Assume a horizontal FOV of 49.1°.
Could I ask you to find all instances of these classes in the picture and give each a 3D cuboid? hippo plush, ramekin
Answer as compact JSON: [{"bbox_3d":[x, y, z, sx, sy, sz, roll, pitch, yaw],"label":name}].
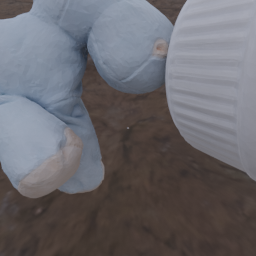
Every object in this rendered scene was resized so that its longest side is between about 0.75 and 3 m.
[{"bbox_3d":[-0.760,-0.916,3.562,2.411,2.388,2.998,-42,90,3],"label":"hippo plush"},{"bbox_3d":[1.336,-0.628,3.007,1.057,2.270,2.270,15,41,41],"label":"ramekin"}]
